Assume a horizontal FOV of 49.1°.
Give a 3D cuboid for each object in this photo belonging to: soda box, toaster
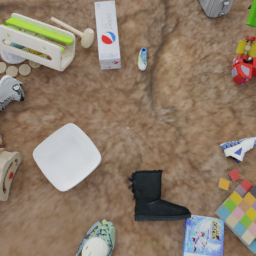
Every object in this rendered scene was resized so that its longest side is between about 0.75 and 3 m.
[{"bbox_3d":[-0.751,-3.447,10.411,0.764,0.818,2.401,-5,76,-1],"label":"soda box"},{"bbox_3d":[3.349,-5.290,10.693,1.059,1.203,1.863,-15,76,-5],"label":"toaster"}]

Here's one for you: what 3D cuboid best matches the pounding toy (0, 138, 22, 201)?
[{"bbox_3d":[-4.318,1.254,9.099,1.210,1.206,2.110,14,95,4],"label":"pounding toy"}]

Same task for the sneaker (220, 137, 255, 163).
[{"bbox_3d":[3.855,0.778,9.517,1.289,0.521,0.745,-13,79,4],"label":"sneaker"}]

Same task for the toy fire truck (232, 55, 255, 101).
[{"bbox_3d":[5.105,-1.398,9.937,2.896,0.706,2.042,10,76,3],"label":"toy fire truck"}]

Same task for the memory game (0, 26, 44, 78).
[{"bbox_3d":[-4.224,-2.947,10.634,2.267,0.144,2.267,0,76,0],"label":"memory game"}]

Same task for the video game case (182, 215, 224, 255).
[{"bbox_3d":[2.389,3.498,8.876,1.201,0.301,1.325,7,75,1],"label":"video game case"}]

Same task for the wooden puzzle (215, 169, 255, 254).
[{"bbox_3d":[3.904,2.742,8.969,1.654,0.196,2.790,-40,79,-20],"label":"wooden puzzle"}]

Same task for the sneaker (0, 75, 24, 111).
[{"bbox_3d":[-4.253,-0.991,9.880,1.001,0.650,1.733,21,75,3],"label":"sneaker"}]

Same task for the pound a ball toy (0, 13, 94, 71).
[{"bbox_3d":[-2.958,-3.111,10.202,2.959,1.257,1.930,21,45,5],"label":"pound a ball toy"}]

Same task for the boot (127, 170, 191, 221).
[{"bbox_3d":[0.980,2.125,8.946,1.939,0.717,1.589,-5,78,11],"label":"boot"}]

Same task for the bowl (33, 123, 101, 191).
[{"bbox_3d":[-1.956,0.991,9.336,1.817,0.679,1.819,-39,78,-9],"label":"bowl"}]

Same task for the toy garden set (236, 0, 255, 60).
[{"bbox_3d":[3.818,-2.574,7.469,2.063,0.412,1.720,5,107,-27],"label":"toy garden set"}]

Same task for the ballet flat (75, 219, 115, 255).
[{"bbox_3d":[-1.233,4.180,8.334,1.090,1.090,2.937,27,77,7],"label":"ballet flat"}]

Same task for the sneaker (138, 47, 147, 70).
[{"bbox_3d":[0.541,-2.599,10.383,0.324,0.449,0.855,1,75,0],"label":"sneaker"}]

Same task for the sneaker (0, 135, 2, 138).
[{"bbox_3d":[-5.852,0.015,9.366,2.958,1.105,1.213,28,77,7],"label":"sneaker"}]
